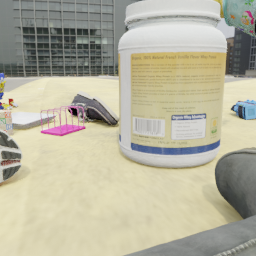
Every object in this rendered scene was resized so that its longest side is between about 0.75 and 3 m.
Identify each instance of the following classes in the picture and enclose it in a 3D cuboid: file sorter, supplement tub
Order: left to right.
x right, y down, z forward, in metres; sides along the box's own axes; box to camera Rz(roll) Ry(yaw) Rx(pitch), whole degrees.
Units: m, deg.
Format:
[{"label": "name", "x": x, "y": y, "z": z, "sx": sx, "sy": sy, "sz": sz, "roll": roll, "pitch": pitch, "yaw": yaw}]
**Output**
[{"label": "file sorter", "x": -1.730, "y": -0.230, "z": 7.492, "sx": 0.709, "sy": 0.640, "sz": 1.020, "roll": 6, "pitch": 14, "yaw": 28}, {"label": "supplement tub", "x": 0.793, "y": -0.821, "z": 5.281, "sx": 1.969, "sy": 2.727, "sz": 1.969, "roll": 0, "pitch": 12, "yaw": 0}]

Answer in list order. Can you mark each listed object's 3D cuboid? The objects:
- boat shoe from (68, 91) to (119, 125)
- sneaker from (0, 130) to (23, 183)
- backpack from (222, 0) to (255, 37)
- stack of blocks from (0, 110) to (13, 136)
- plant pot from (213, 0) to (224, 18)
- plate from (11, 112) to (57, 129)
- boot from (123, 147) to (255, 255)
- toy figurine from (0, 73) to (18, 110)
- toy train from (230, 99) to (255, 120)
[{"label": "boat shoe", "x": -1.154, "y": -0.462, "z": 8.849, "sx": 0.867, "sy": 1.005, "sz": 2.765, "roll": -48, "pitch": 33, "yaw": -9}, {"label": "sneaker", "x": -2.907, "y": 0.375, "z": 4.011, "sx": 2.671, "sy": 1.028, "sz": 1.134, "roll": -3, "pitch": 8, "yaw": -15}, {"label": "backpack", "x": 2.424, "y": -2.659, "z": 4.963, "sx": 1.391, "sy": 1.848, "sz": 1.640, "roll": 34, "pitch": 1, "yaw": 26}, {"label": "stack of blocks", "x": -3.436, "y": -0.085, "z": 6.870, "sx": 1.081, "sy": 0.622, "sz": 0.317, "roll": -8, "pitch": 15, "yaw": -32}, {"label": "plant pot", "x": 2.494, "y": -3.305, "z": 7.512, "sx": 0.806, "sy": 0.856, "sz": 0.856, "roll": -9, "pitch": 4, "yaw": 40}, {"label": "plate", "x": -3.181, "y": -0.224, "z": 8.375, "sx": 1.525, "sy": 0.247, "sz": 1.529, "roll": 6, "pitch": 13, "yaw": 20}, {"label": "boot", "x": 0.757, "y": 0.918, "z": 2.189, "sx": 2.481, "sy": 0.900, "sz": 2.256, "roll": -13, "pitch": 15, "yaw": -24}, {"label": "toy figurine", "x": -5.436, "y": -1.514, "z": 10.769, "sx": 1.535, "sy": 1.743, "sz": 2.909, "roll": 0, "pitch": 12, "yaw": 0}, {"label": "toy train", "x": 4.069, "y": -0.649, "z": 9.609, "sx": 0.774, "sy": 0.587, "sz": 1.354, "roll": -7, "pitch": 13, "yaw": -2}]
